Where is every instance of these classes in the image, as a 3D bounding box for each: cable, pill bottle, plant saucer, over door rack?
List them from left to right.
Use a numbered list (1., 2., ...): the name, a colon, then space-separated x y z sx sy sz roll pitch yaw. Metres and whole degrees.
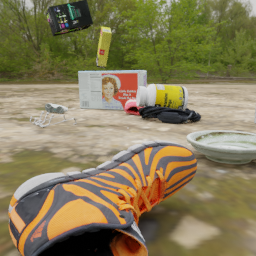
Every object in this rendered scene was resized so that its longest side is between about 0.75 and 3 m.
1. over door rack: -2.343 -0.302 8.746 1.186 0.395 0.876 -8 14 -36
2. pill bottle: 1.143 -1.012 9.559 1.630 0.916 0.916 3 10 -9
3. cable: 1.383 -0.549 9.640 2.138 0.543 1.744 5 12 28
4. plant saucer: 1.872 0.367 5.203 1.552 0.390 1.552 -1 11 0

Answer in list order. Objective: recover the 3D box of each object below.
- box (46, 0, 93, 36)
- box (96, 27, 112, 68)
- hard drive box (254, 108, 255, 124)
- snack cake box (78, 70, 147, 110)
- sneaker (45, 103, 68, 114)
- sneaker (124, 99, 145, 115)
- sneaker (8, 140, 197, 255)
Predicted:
1. box: -1.154 -2.149 5.497 0.752 0.468 0.559 -20 14 -17
2. box: -0.781 -2.551 8.948 0.303 1.209 0.455 4 41 -15
3. hard drive box: 4.746 -0.663 8.478 1.536 1.197 0.590 10 14 39
4. snack cake box: -0.699 -1.718 12.602 2.975 1.711 1.000 4 12 22
5. sneaker: -2.931 -0.775 11.450 1.067 0.375 0.428 13 10 25
6. sneaker: 0.701 -0.710 10.734 1.801 0.664 0.781 0 25 16
7. sneaker: 0.045 0.749 2.585 2.061 0.799 1.154 -17 21 -25
